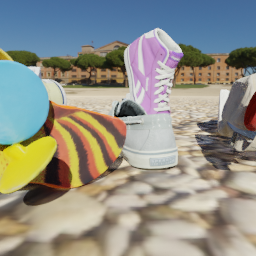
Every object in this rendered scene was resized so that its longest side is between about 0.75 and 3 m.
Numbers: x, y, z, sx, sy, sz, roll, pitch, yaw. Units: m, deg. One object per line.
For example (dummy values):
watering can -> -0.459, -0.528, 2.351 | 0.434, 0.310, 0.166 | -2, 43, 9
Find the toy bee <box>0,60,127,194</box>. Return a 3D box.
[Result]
toy bee -> -1.500, 0.099, 2.633 | 2.951, 1.604, 1.932 | 23, -6, -14

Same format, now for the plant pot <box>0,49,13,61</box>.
plant pot -> -4.792, -1.153, 8.576 | 2.188, 2.326, 2.326 | -14, 2, 22

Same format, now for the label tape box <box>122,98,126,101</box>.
label tape box -> -0.194, -1.310, 15.021 | 0.260, 0.564, 0.788 | -3, 8, -19

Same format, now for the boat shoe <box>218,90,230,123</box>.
boat shoe -> 2.893, -0.364, 7.124 | 1.002, 1.053, 2.925 | 3, -1, 26

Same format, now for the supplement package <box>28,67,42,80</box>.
supplement package -> -2.225, -0.200, 4.038 | 1.885, 1.072, 1.032 | -2, 36, -9

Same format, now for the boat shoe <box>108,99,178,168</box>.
boat shoe -> 0.067, -0.035, 4.590 | 0.861, 0.879, 2.467 | -3, 8, -21

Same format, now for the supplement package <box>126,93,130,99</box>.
supplement package -> 0.727, -1.228, 13.370 | 1.441, 0.845, 0.842 | 4, 9, 28

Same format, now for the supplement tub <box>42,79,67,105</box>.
supplement tub -> -2.865, -0.774, 8.258 | 1.342, 1.342, 1.851 | 4, 9, 27

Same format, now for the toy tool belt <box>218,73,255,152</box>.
toy tool belt -> 2.025, -0.154, 3.621 | 1.264, 1.284, 2.057 | 18, 10, 7

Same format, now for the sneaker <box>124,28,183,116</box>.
sneaker -> 0.640, -0.923, 5.669 | 0.791, 2.182, 1.244 | -12, -6, -42
